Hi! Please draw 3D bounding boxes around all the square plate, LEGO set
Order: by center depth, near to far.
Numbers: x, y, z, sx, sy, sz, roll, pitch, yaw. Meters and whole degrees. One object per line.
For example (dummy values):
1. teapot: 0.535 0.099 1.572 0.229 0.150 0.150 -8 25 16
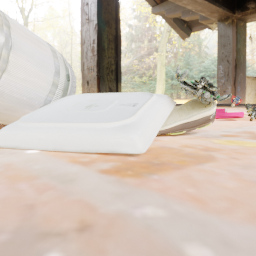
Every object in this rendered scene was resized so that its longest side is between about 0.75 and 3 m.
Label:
1. LEGO set: 1.553 -0.552 5.206 1.184 0.517 1.823 16 20 -45
2. square plate: -0.648 -0.261 5.301 2.724 0.391 2.750 0 20 19

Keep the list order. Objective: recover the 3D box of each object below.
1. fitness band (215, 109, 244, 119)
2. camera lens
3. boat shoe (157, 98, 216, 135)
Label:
1. fitness band: 3.434 -0.510 10.194 1.076 0.280 1.498 5 -2 -44
2. camera lens: -2.870 -1.279 6.505 2.329 2.329 2.912 3 -9 24
3. boat shoe: 0.940 -0.130 5.930 1.848 0.550 0.664 -15 45 4
